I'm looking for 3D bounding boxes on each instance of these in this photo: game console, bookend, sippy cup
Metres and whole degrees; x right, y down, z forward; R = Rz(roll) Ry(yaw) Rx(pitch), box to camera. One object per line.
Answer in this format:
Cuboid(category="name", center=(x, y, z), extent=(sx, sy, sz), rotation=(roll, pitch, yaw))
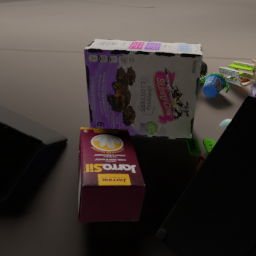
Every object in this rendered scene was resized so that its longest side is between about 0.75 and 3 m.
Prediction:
Cuboid(category="game console", center=(-2.943, 0.342, 6.191), extent=(2.404, 1.399, 2.114), rotation=(24, 66, 10))
Cuboid(category="bookend", center=(1.943, 1.136, 4.274), extent=(1.074, 2.316, 2.331), rotation=(33, 88, 42))
Cuboid(category="sippy cup", center=(2.779, -1.354, 9.182), extent=(0.900, 0.706, 0.659), rotation=(-17, 24, 46))

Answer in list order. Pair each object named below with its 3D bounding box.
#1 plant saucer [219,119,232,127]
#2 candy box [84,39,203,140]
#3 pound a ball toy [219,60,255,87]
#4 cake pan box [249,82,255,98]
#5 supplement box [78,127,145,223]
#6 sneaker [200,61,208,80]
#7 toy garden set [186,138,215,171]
Cuboid(category="plant saucer", center=(2.986, -0.054, 6.689), extent=(1.535, 0.210, 1.535), rotation=(6, 4, 0))
Cuboid(category="candy box", center=(0.374, -0.940, 6.913), extent=(2.624, 2.201, 0.939), rotation=(5, 31, 9))
Cuboid(category="pound a ball toy", center=(4.035, -1.872, 9.646), extent=(1.075, 0.701, 1.649), rotation=(-22, 21, -2))
Cuboid(category="cake pan box", center=(4.800, -1.142, 9.014), extent=(1.556, 0.407, 1.433), rotation=(7, 33, 13))
Cuboid(category="supplement box", center=(-0.378, 0.746, 5.014), extent=(0.989, 0.767, 1.792), rotation=(2, 29, -12))
Cuboid(category="sneaker", center=(2.146, -2.145, 10.057), extent=(0.923, 1.049, 2.479), rotation=(26, 39, 35))
Cuboid(category="toy garden set", center=(2.053, 0.641, 6.142), extent=(1.407, 0.281, 1.172), rotation=(2, 26, 3))
